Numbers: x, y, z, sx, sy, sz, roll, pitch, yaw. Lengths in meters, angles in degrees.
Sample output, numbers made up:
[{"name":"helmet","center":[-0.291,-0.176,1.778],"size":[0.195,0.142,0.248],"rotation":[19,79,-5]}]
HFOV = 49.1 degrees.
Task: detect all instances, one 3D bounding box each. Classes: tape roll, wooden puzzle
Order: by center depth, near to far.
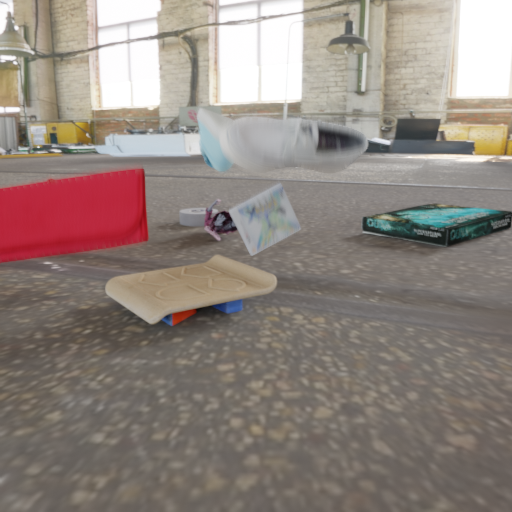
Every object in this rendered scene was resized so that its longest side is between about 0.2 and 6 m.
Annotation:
[{"name":"wooden puzzle","center":[-0.930,0.513,7.882],"size":[1.895,0.439,1.755],"rotation":[-14,19,-32]},{"name":"tape roll","center":[-1.468,-0.998,14.352],"size":[0.987,0.326,0.987],"rotation":[0,14,0]}]

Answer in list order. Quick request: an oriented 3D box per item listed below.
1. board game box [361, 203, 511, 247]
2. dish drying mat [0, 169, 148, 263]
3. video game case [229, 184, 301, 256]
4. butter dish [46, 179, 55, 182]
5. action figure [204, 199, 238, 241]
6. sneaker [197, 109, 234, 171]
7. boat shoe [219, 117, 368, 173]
[{"name":"board game box","center":[4.307,-0.797,13.239],"size":[3.194,0.450,2.160],"rotation":[-12,18,-43]},{"name":"dish drying mat","center":[-3.555,-0.644,9.445],"size":[3.451,1.325,0.314],"rotation":[-8,-17,4]},{"name":"video game case","center":[0.164,-0.622,9.731],"size":[1.014,0.925,0.112],"rotation":[-29,25,-5]},{"name":"butter dish","center":[-3.706,-0.694,10.192],"size":[1.011,1.008,0.747],"rotation":[-42,57,-6]},{"name":"action figure","center":[-0.856,-0.679,12.817],"size":[0.993,0.894,1.334],"rotation":[-53,24,-19]},{"name":"sneaker","center":[-0.878,-2.346,11.383],"size":[0.859,0.952,2.324],"rotation":[19,19,-18]},{"name":"boat shoe","center":[0.727,-1.919,9.477],"size":[2.727,0.982,0.934],"rotation":[6,-19,-31]}]
